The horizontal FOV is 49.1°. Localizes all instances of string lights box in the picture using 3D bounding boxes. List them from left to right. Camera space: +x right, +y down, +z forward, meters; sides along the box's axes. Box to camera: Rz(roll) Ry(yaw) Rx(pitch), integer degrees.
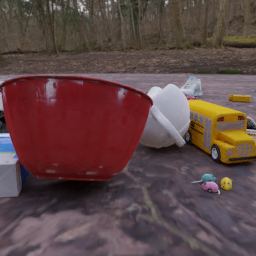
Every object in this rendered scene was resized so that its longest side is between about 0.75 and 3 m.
[{"bbox_3d":[-2.397,0.600,5.276,1.035,0.594,2.014,-2,14,-8],"label":"string lights box"}]

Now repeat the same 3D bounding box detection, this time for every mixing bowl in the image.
[{"bbox_3d":[-0.864,0.170,4.707,2.523,1.366,2.523,3,-8,0],"label":"mixing bowl"}]

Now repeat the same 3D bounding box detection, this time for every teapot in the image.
[{"bbox_3d":[0.881,-0.113,6.819,1.797,1.313,1.774,-40,-1,-40],"label":"teapot"}]

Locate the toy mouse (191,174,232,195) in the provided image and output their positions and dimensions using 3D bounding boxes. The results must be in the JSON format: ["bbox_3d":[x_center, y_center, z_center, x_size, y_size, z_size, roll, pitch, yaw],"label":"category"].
[{"bbox_3d":[1.442,0.934,4.854,0.675,0.147,0.760,5,15,22],"label":"toy mouse"}]

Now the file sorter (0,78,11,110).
[{"bbox_3d":[-3.532,-0.913,9.278,0.948,1.057,1.523,1,-10,33],"label":"file sorter"}]

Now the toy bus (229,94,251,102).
[{"bbox_3d":[5.940,-1.574,14.909,1.081,0.352,0.423,6,16,23],"label":"toy bus"}]

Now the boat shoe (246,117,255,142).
[{"bbox_3d":[2.924,0.084,7.005,0.848,0.754,2.306,-6,13,-13],"label":"boat shoe"}]

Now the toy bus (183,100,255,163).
[{"bbox_3d":[2.063,0.004,6.825,0.856,1.030,2.630,-3,14,-12],"label":"toy bus"}]

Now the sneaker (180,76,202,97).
[{"bbox_3d":[3.646,-2.443,16.708,1.065,1.231,2.841,9,17,30],"label":"sneaker"}]

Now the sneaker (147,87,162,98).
[{"bbox_3d":[1.547,-1.151,12.162,1.470,0.937,2.544,7,24,19],"label":"sneaker"}]

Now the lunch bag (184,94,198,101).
[{"bbox_3d":[2.299,-0.934,11.147,0.961,0.846,0.394,1,14,5],"label":"lunch bag"}]

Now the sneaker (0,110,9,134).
[{"bbox_3d":[-3.342,-0.244,6.810,2.858,1.518,1.069,1,13,3],"label":"sneaker"}]
